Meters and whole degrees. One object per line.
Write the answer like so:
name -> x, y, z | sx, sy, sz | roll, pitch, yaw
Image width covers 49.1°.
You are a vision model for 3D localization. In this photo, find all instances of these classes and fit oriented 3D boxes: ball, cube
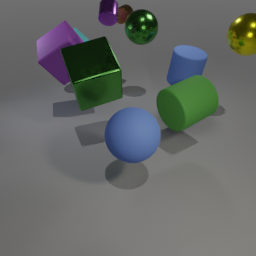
ball -> 4.120, -3.186, 9.589 | 1.400, 1.400, 1.400 | 0, 30, 0
cube -> -1.053, -1.611, 8.424 | 1.400, 1.400, 1.400 | -19, 63, -9
ball -> 0.559, -4.171, 11.619 | 1.400, 1.400, 1.400 | 0, 30, 0
cube -> -2.360, -2.760, 10.388 | 1.400, 1.400, 1.400 | -30, 49, 15
ball -> 0.113, 0.179, 7.026 | 1.400, 1.400, 1.400 | 0, 30, 0

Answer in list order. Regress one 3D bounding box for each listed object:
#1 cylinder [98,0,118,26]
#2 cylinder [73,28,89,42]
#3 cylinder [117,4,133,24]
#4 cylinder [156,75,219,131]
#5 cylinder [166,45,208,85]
cylinder -> -0.713, -4.228, 10.218 | 0.700, 0.700, 0.700 | 1, 66, 2
cylinder -> -2.361, -3.664, 13.125 | 1.400, 1.400, 1.400 | -33, 38, 30
cylinder -> -0.202, -5.119, 12.594 | 0.700, 0.700, 0.700 | 13, 38, 21
cylinder -> 1.856, -0.792, 8.846 | 1.400, 1.400, 1.400 | -26, 38, -24
cylinder -> 2.434, -2.516, 11.677 | 1.400, 1.400, 1.400 | 6, 38, -5
